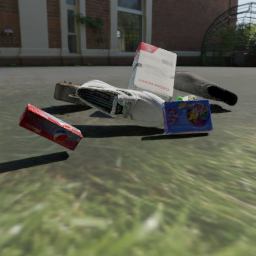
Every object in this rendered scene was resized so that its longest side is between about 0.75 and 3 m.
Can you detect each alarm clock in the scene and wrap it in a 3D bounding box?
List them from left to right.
[{"bbox_3d":[-1.950,-1.286,10.563,1.617,0.798,2.398,10,10,-12],"label":"alarm clock"}]

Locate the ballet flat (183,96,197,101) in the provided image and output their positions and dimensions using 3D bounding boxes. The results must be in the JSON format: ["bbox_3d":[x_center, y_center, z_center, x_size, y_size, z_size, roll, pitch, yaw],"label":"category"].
[{"bbox_3d":[2.006,-0.705,9.152,0.660,0.690,1.960,16,21,29],"label":"ballet flat"}]

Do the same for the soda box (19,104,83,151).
[{"bbox_3d":[-1.536,0.003,5.615,1.207,0.383,0.423,30,9,-27],"label":"soda box"}]

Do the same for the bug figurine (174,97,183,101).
[{"bbox_3d":[1.657,-0.559,8.218,1.489,0.383,1.155,8,-20,-10],"label":"bug figurine"}]

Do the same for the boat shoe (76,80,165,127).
[{"bbox_3d":[-0.186,-0.587,7.778,2.736,1.006,0.914,16,23,18],"label":"boat shoe"}]

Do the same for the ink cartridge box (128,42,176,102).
[{"bbox_3d":[0.898,-1.950,10.418,1.512,2.076,0.880,16,-30,-11],"label":"ink cartridge box"}]

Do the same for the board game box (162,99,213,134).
[{"bbox_3d":[1.536,-0.292,7.278,1.214,0.816,0.272,-3,-10,-10],"label":"board game box"}]

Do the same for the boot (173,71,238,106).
[{"bbox_3d":[2.864,-1.579,10.760,2.483,0.867,1.635,14,13,-4],"label":"boot"}]
